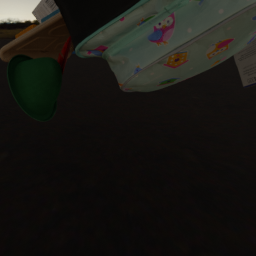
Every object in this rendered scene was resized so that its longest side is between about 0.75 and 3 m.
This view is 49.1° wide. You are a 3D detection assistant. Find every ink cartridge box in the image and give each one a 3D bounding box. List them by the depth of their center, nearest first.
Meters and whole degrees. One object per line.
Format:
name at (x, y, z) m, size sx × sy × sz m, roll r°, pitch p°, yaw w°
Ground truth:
ink cartridge box at (3.243, -2.602, 6.213) m, size 0.631 × 2.914 × 2.861 m, roll -19°, pitch 1°, yaw -15°
ink cartridge box at (-1.211, -2.940, 6.856) m, size 1.843 × 1.333 × 0.776 m, roll -39°, pitch -1°, yaw 23°

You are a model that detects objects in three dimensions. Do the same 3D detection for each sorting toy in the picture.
sorting toy at (-1.115, -1.779, 5.187) m, size 1.988 × 0.363 × 1.840 m, roll -17°, pitch 4°, yaw 35°

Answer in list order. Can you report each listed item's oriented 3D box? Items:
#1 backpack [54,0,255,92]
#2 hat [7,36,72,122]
backpack at (0.617, -1.643, 3.498) m, size 2.272 × 1.981 × 2.584 m, roll -29°, pitch 4°, yaw 27°
hat at (-1.031, -0.833, 4.165) m, size 1.096 × 1.245 × 1.032 m, roll -17°, pitch 14°, yaw 21°
